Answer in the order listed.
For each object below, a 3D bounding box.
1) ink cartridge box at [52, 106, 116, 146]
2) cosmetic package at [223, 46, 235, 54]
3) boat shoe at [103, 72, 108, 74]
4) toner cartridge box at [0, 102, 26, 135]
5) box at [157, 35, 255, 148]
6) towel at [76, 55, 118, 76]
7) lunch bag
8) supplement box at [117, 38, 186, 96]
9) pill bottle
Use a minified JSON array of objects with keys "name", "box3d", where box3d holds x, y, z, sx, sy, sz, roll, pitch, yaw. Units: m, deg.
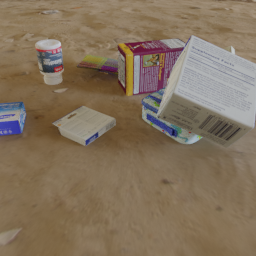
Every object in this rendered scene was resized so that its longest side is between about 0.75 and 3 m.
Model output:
[{"name":"ink cartridge box","box3d":[-1.482,-0.119,9.490,1.556,0.316,1.553,23,41,30]},{"name":"cosmetic package","box3d":[2.919,-2.225,8.831,0.824,0.426,0.301,-12,-21,39]},{"name":"boat shoe","box3d":[-1.255,-2.819,13.438,0.323,0.361,0.974,-26,39,-13]},{"name":"toner cartridge box","box3d":[-4.942,-0.251,9.447,2.687,0.580,1.276,-6,35,-9]},{"name":"box","box3d":[2.337,-1.074,8.084,2.269,1.295,2.467,24,57,-2]},{"name":"towel","box3d":[-1.035,-2.971,13.305,2.514,0.286,1.805,11,29,3]},{"name":"lunch bag","box3d":[1.734,-0.523,9.531,1.930,0.990,2.401,-26,41,-29]},{"name":"supplement box","box3d":[1.069,-2.613,11.777,2.798,1.832,1.444,-9,36,-15]},{"name":"pill bottle","box3d":[-3.347,-2.836,12.166,1.047,1.751,1.047,0,35,0]}]
